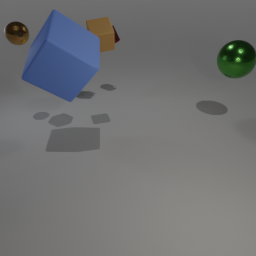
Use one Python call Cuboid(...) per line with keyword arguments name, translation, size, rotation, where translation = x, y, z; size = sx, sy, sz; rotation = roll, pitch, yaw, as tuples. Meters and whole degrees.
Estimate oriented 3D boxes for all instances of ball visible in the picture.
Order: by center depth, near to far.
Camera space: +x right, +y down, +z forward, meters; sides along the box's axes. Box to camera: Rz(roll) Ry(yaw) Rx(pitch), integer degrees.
Cuboid(name="ball", translation=(-3.400, -2.900, 8.599), size=(0.700, 0.700, 0.700), rotation=(0, 30, 0))
Cuboid(name="ball", translation=(4.040, -2.549, 10.439), size=(1.400, 1.400, 1.400), rotation=(0, 30, 0))

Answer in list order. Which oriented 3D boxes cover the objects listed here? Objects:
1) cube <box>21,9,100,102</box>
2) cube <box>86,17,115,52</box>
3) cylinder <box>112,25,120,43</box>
Cuboid(name="cube", translation=(-1.681, -1.813, 7.200), size=(1.400, 1.400, 1.400), rotation=(25, 41, -30))
Cuboid(name="cube", translation=(-0.818, -2.771, 8.380), size=(0.700, 0.700, 0.700), rotation=(-13, 61, -9))
Cuboid(name="cylinder", translation=(-0.796, -4.020, 12.277), size=(0.700, 0.700, 0.700), rotation=(-24, 21, 10))
